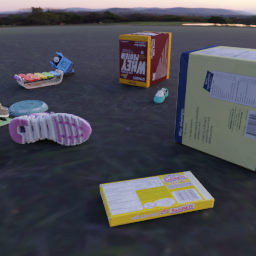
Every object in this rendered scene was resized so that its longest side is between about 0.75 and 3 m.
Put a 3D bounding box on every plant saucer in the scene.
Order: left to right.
[{"bbox_3d":[-3.298,-0.688,9.228,1.267,0.174,1.267,-1,24,0],"label":"plant saucer"}]

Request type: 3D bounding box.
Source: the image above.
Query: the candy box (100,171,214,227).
[{"bbox_3d":[0.468,1.188,4.906,1.800,0.238,0.920,-6,22,-13],"label":"candy box"}]

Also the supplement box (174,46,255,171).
[{"bbox_3d":[2.460,-0.574,6.361,2.262,2.265,1.520,22,32,40],"label":"supplement box"}]

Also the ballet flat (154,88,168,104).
[{"bbox_3d":[1.188,-1.210,10.131,0.367,0.383,1.089,9,26,21],"label":"ballet flat"}]

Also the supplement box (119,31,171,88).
[{"bbox_3d":[0.765,-3.055,12.217,1.388,2.062,2.090,15,28,30],"label":"supplement box"}]

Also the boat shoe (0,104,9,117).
[{"bbox_3d":[-3.920,-0.570,8.121,0.560,0.469,1.567,9,5,5],"label":"boat shoe"}]

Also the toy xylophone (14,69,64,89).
[{"bbox_3d":[-3.891,-2.157,12.107,1.480,0.508,2.021,21,31,40],"label":"toy xylophone"}]

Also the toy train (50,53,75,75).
[{"bbox_3d":[-3.007,-2.928,13.178,0.985,0.747,1.724,35,0,-2],"label":"toy train"}]

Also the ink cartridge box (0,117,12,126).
[{"bbox_3d":[-4.052,-0.224,8.043,0.933,0.308,1.283,17,31,33],"label":"ink cartridge box"}]

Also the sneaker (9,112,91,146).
[{"bbox_3d":[-1.901,-0.067,7.144,2.018,0.811,0.892,2,16,6],"label":"sneaker"}]
